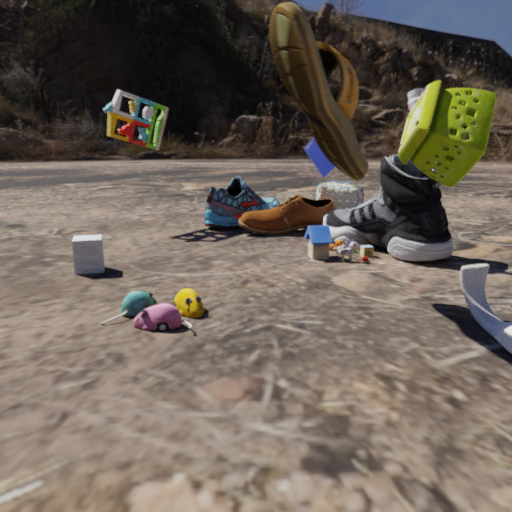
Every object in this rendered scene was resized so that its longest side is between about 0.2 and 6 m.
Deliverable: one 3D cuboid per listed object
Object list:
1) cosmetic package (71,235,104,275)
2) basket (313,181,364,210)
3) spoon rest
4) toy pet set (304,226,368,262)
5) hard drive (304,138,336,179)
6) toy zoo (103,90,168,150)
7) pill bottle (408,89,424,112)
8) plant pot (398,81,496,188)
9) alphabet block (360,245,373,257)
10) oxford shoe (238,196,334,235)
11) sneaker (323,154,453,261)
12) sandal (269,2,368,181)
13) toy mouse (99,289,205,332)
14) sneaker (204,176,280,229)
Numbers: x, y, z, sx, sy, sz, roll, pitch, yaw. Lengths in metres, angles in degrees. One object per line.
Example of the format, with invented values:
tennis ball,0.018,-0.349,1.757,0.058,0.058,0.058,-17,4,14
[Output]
cosmetic package,-3.134,-0.028,10.485,0.541,0.646,0.538,-3,13,-13
basket,2.293,-1.480,15.713,1.518,1.198,1.722,8,7,15
spoon rest,3.341,0.859,6.986,1.097,0.669,2.207,-5,27,-15
toy pet set,1.637,-0.323,11.741,1.188,0.675,1.272,-2,12,-9
hard drive,1.683,-2.552,14.093,0.129,0.673,1.020,0,53,-49
toy zoo,-3.241,-3.612,14.869,0.190,1.219,1.858,20,9,43
pill bottle,3.557,-3.208,12.182,0.431,0.760,0.431,-11,-5,-1
plant pot,2.926,-1.946,8.780,1.063,1.166,1.172,20,-22,0
alphabet block,2.320,-0.093,11.744,0.222,0.226,0.221,-2,14,-8
oxford shoe,0.789,-1.127,14.391,2.584,0.921,0.921,-7,38,-18
sneaker,2.819,-1.180,12.292,1.387,2.091,3.675,-7,15,-29
sandal,1.059,-2.333,8.008,0.824,3.051,1.225,-38,43,0
toy mouse,-1.446,0.727,7.864,1.489,0.324,1.676,-5,13,-19
sneaker,-0.246,-1.546,15.596,1.127,1.358,2.843,10,16,37
